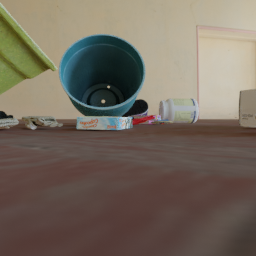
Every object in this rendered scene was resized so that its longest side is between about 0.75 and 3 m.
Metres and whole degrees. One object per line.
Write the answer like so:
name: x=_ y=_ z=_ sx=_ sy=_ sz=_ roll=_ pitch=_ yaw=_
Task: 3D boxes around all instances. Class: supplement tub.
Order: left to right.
supplement tub: x=2.608 y=-0.886 z=14.593 sx=1.814 sy=1.315 sz=1.315 roll=0 pitch=2 yaw=-7

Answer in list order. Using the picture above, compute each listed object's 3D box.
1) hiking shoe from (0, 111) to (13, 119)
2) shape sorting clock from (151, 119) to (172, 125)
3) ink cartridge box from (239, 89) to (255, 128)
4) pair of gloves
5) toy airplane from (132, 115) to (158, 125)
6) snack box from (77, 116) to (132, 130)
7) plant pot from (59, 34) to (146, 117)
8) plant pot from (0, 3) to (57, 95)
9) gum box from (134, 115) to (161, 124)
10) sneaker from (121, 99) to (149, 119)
hiking shoe: x=-4.816 y=-0.280 z=10.480 sx=0.654 sy=0.561 sz=1.508 roll=-8 pitch=-7 yaw=-4
shape sorting clock: x=1.483 y=-0.235 z=12.384 sx=0.951 sy=0.187 sz=0.951 roll=-4 pitch=-6 yaw=0
ink cartridge box: x=5.240 y=-0.603 z=8.497 sx=2.946 sy=1.249 sz=2.146 roll=-3 pitch=3 yaw=-20
pair of gloves: x=-3.035 y=-0.130 z=7.864 sx=1.958 sy=0.343 sz=1.665 roll=-6 pitch=7 yaw=-44
toy airplane: x=0.504 y=-0.276 z=9.941 sx=1.308 sy=0.241 sz=1.308 roll=-12 pitch=0 yaw=0
snack box: x=-0.578 y=-0.143 z=7.836 sx=1.094 sy=0.349 sz=1.883 roll=1 pitch=2 yaw=12
plant pot: x=-0.935 y=-1.470 z=10.557 sx=2.894 sy=2.894 sz=2.719 roll=0 pitch=-21 yaw=-4
plant pot: x=-3.382 y=-1.433 z=5.424 sx=2.701 sy=2.938 sz=2.938 roll=-42 pitch=6 yaw=-3
gum box: x=0.891 y=-0.397 z=13.440 sx=0.724 sy=0.422 sz=1.276 roll=-2 pitch=3 yaw=-34
sneaker: x=-0.377 y=-0.558 z=14.416 sx=2.899 sy=1.098 sz=1.269 roll=-8 pitch=-27 yaw=-2
